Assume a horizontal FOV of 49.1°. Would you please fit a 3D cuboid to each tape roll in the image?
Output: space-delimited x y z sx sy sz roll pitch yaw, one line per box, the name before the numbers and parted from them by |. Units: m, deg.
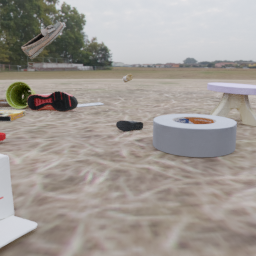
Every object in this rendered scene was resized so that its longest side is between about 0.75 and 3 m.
tape roll | 1.517 0.113 6.499 1.881 0.621 1.881 0 13 0

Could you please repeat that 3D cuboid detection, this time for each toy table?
toy table | 3.573 -0.833 9.436 1.955 1.245 2.127 -3 13 -16

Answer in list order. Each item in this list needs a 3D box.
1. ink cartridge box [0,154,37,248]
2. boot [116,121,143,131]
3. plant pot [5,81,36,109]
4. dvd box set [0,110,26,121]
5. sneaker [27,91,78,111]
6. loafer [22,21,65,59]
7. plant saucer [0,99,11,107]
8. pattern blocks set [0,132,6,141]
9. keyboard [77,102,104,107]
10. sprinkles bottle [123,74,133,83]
ink cartridge box | -2.333 0.724 3.169 2.416 0.815 1.407 8 14 32
boot | -0.056 -0.083 8.322 0.913 0.319 0.601 5 4 -32
plant pot | -4.817 -1.479 13.013 1.237 1.237 1.137 1 1 3
dvd box set | -4.450 -0.462 10.183 0.990 0.199 1.353 1 12 2
sneaker | -3.164 -1.213 12.185 2.284 0.842 0.991 3 11 14
loafer | -3.385 -3.595 11.161 0.608 1.933 0.695 44 6 -37
plant saucer | -5.860 -1.250 13.783 1.634 0.262 1.634 0 11 0
pattern blocks set | -4.125 0.484 5.694 2.733 0.222 2.402 -2 12 -11
keyboard | -1.886 -1.126 13.587 1.539 0.082 0.433 -11 16 -40
sprinkles bottle | -0.016 -2.125 12.001 0.266 0.266 0.780 -3 2 -15
